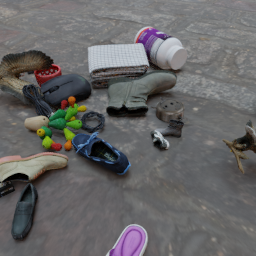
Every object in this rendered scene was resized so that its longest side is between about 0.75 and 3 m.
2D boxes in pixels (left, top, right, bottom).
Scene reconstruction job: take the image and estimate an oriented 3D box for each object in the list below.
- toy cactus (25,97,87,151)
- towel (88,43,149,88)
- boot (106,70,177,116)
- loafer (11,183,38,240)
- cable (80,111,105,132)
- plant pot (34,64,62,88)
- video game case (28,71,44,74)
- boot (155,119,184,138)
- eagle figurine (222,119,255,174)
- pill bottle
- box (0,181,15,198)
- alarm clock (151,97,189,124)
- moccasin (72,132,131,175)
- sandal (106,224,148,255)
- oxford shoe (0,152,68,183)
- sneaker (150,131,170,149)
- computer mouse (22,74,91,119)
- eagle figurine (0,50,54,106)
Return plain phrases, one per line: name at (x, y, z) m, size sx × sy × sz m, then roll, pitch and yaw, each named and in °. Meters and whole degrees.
toy cactus at (-2.580, -0.175, 9.504) m, size 2.045 × 1.267 × 2.478 m, roll 1°, pitch 46°, yaw 15°
towel at (-0.446, -2.835, 12.580) m, size 2.633 × 1.127 × 2.180 m, roll -5°, pitch 43°, yaw -4°
boot at (0.601, -1.224, 10.981) m, size 2.966 × 1.004 × 1.937 m, roll -8°, pitch 44°, yaw 1°
loafer at (-2.634, 2.066, 7.073) m, size 0.501 × 0.518 × 1.476 m, roll -1°, pitch 39°, yaw -1°
cable at (-1.237, -0.232, 10.049) m, size 1.054 × 0.268 × 0.860 m, roll 20°, pitch 51°, yaw 33°
plant pot at (-3.298, -2.007, 11.762) m, size 1.081 × 0.985 × 1.081 m, roll 1°, pitch 39°, yaw 0°
video game case at (-4.445, -3.006, 13.682) m, size 1.016 × 0.143 × 1.124 m, roll -15°, pitch 42°, yaw -18°
boot at (1.395, -0.029, 9.573) m, size 0.981 × 0.646 × 0.342 m, roll 2°, pitch 41°, yaw 3°
eagle figurine at (3.476, 0.444, 7.982) m, size 1.655 × 1.256 × 1.249 m, roll -9°, pitch 13°, yaw -30°
pill bottle at (1.577, -3.821, 13.588) m, size 1.504 × 1.504 × 2.675 m, roll -24°, pitch 45°, yaw -27°
box at (-3.611, 1.562, 7.857) m, size 0.615 × 0.323 × 0.751 m, roll -22°, pitch 44°, yaw -26°
alarm clock at (1.679, -0.606, 10.445) m, size 1.051 × 0.519 × 1.558 m, roll -24°, pitch 48°, yaw -27°
moccasin at (-0.874, 0.586, 8.465) m, size 2.260 × 0.771 × 0.910 m, roll 19°, pitch 66°, yaw 32°
sandal at (-0.163, 2.944, 5.968) m, size 0.884 × 0.534 × 2.172 m, roll 10°, pitch 40°, yaw 12°
oxford shoe at (-2.659, 1.194, 8.009) m, size 1.991 × 0.705 × 0.735 m, roll -6°, pitch 52°, yaw -26°
sneaker at (0.964, 0.379, 9.291) m, size 0.415 × 0.305 × 0.917 m, roll -6°, pitch 37°, yaw -34°
computer mouse at (-2.513, -1.463, 10.959) m, size 2.676 × 0.705 × 1.853 m, roll -28°, pitch 71°, yaw -36°
eagle figurine at (-4.326, -2.053, 11.017) m, size 2.515 × 1.908 × 1.898 m, roll 8°, pitch 51°, yaw 9°
